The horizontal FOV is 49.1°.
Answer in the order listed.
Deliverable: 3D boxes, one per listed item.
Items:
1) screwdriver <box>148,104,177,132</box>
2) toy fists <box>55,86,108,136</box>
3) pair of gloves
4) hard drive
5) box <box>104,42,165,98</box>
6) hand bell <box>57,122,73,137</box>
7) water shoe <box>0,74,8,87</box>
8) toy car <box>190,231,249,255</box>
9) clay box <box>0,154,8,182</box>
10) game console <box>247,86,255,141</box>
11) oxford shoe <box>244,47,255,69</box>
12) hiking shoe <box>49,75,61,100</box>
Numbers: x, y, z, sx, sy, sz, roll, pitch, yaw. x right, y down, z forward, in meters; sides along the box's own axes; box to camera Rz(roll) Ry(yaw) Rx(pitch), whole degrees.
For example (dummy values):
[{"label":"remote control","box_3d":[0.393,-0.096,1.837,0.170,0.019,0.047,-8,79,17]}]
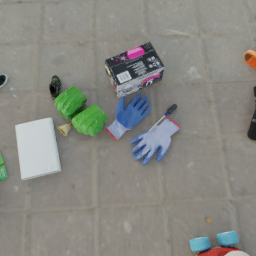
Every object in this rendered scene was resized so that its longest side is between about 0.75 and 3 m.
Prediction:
[{"label":"screwdriver","box_3d":[1.387,-0.406,11.070,1.705,0.248,0.238,-43,98,-26]},{"label":"toy fists","box_3d":[-1.908,-0.600,10.999,2.295,0.789,1.170,42,68,15]},{"label":"pair of gloves","box_3d":[0.522,-0.024,11.024,2.844,0.324,2.286,41,73,13]},{"label":"hard drive","box_3d":[-3.463,0.762,10.738,1.431,0.285,2.170,-13,70,-5]},{"label":"box","box_3d":[0.259,-2.313,11.407,2.040,1.170,1.348,-24,73,-7]},{"label":"hand bell","box_3d":[-2.244,-0.156,11.053,0.523,0.523,1.004,39,63,13]},{"label":"water shoe","box_3d":[-5.631,-1.862,11.583,1.305,0.515,0.467,-34,73,-12]},{"label":"toy car","box_3d":[3.038,4.279,8.428,1.914,2.164,1.995,-10,69,-4]},{"label":"clay box","box_3d":[-5.781,1.705,10.232,2.358,0.561,1.355,-25,72,-8]},{"label":"game console","box_3d":[6.097,-0.387,11.192,2.427,1.412,2.134,15,100,6]},{"label":"oxford shoe","box_3d":[6.011,-2.583,11.705,0.843,0.824,2.312,-35,73,-15]},{"label":"hiking shoe","box_3d":[-3.003,-1.737,11.514,0.420,0.558,1.109,-5,70,-2]}]
